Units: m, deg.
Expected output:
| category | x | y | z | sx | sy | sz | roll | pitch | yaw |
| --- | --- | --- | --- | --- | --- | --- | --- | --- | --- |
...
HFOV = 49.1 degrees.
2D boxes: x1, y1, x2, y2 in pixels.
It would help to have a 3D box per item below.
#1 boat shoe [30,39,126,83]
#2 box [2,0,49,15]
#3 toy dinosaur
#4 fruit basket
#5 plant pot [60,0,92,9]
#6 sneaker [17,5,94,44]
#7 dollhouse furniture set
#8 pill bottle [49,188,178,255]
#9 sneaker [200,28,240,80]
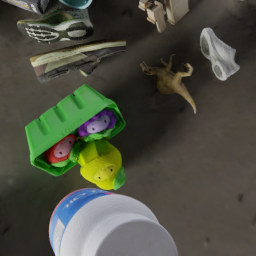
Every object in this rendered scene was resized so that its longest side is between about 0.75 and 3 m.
| category | x | y | z | sx | sy | sz | roll | pitch | yaw |
| --- | --- | --- | --- | --- | --- | --- | --- | --- | --- |
| boat shoe | -1.306 | -1.901 | 7.897 | 2.686 | 0.960 | 0.883 | -16 | 112 | -14 |
| box | -3.046 | -4.938 | 8.381 | 2.009 | 0.613 | 2.537 | 20 | 83 | 3 |
| toy dinosaur | 1.378 | -1.382 | 8.039 | 2.122 | 0.618 | 1.073 | 40 | 100 | 12 |
| fruit basket | -1.038 | 0.500 | 7.202 | 2.605 | 1.879 | 2.605 | -4 | 68 | 10 |
| plant pot | -1.210 | -4.618 | 7.726 | 1.843 | 1.843 | 1.805 | 34 | 64 | 4 |
| sneaker | -2.081 | -3.083 | 8.151 | 2.168 | 0.834 | 0.960 | -2 | 71 | -6 |
| dollhouse furniture set | 0.732 | -4.035 | 8.423 | 1.785 | 1.022 | 2.093 | -45 | 61 | -6 |
| pill bottle | -0.389 | 1.942 | 4.826 | 1.658 | 2.955 | 1.658 | 3 | 81 | -22 |
| sneaker | 2.674 | -2.208 | 8.099 | 0.785 | 0.616 | 1.580 | -27 | 92 | -10 |
